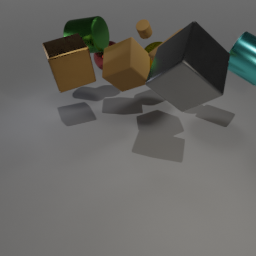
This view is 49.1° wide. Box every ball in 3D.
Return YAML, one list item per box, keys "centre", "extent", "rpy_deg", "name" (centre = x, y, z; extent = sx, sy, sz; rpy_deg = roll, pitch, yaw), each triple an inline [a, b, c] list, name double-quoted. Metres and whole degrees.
- centre: [-0.895, -3.315, 12.977]
  extent: [1.400, 1.400, 1.400]
  rpy_deg: [0, 32, 0]
  name: "ball"

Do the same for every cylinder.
- centre: [0.827, -5.030, 14.278]
  extent: [0.700, 0.700, 0.700]
  rpy_deg: [-7, 67, 18]
  name: "cylinder"
- centre: [1.430, -2.876, 12.375]
  extent: [1.400, 1.400, 1.400]
  rpy_deg: [17, -2, 26]
  name: "cylinder"
- centre: [-1.693, -3.801, 11.570]
  extent: [1.400, 1.400, 1.400]
  rpy_deg: [3, 30, 25]
  name: "cylinder"
- centre: [4.308, -2.412, 9.816]
  extent: [1.400, 1.400, 1.400]
  rpy_deg: [37, 43, 15]
  name: "cylinder"

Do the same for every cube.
- centre: [-2.124, -2.375, 10.159]
  extent: [1.400, 1.400, 1.400]
  rpy_deg: [-20, 43, -11]
  name: "cube"
- centre: [-0.053, -2.512, 11.313]
  extent: [1.400, 1.400, 1.400]
  rpy_deg: [-13, 64, 32]
  name: "cube"
- centre: [1.537, -1.502, 7.176]
  extent: [1.400, 1.400, 1.400]
  rpy_deg: [-24, 40, 52]
  name: "cube"
- centre: [1.674, -2.170, 8.913]
  extent: [1.400, 1.400, 1.400]
  rpy_deg: [-36, 17, 8]
  name: "cube"
